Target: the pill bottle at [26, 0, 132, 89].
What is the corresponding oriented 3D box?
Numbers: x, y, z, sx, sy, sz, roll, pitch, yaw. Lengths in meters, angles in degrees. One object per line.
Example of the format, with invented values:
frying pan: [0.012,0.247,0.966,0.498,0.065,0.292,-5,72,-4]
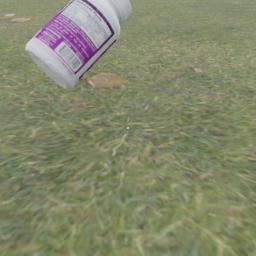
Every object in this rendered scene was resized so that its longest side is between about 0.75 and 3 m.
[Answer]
pill bottle: [-1.059,-2.213,6.538,1.371,1.371,2.442,32,76,39]
